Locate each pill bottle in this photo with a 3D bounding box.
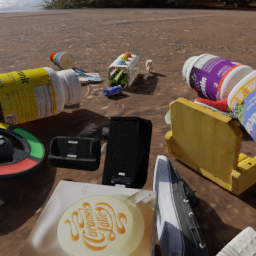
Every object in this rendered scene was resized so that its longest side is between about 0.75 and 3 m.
[{"bbox_3d":[3.329,-1.875,10.631,1.569,1.569,2.790,-13,30,-23],"label":"pill bottle"},{"bbox_3d":[3.703,-0.023,6.551,1.524,1.524,2.719,-11,55,-19],"label":"pill bottle"},{"bbox_3d":[-3.072,-1.079,9.091,2.916,1.623,1.623,-17,32,-29],"label":"pill bottle"}]

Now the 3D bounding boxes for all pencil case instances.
[{"bbox_3d":[-0.588,-1.469,11.178,0.835,0.326,0.362,-23,8,-36],"label":"pencil case"}]

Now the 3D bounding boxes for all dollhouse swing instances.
[{"bbox_3d":[2.102,0.151,6.505,1.853,1.793,2.039,-19,35,-35],"label":"dollhouse swing"}]

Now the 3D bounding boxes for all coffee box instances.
[{"bbox_3d":[-0.556,2.117,3.565,1.694,1.181,2.962,5,28,9],"label":"coffee box"}]

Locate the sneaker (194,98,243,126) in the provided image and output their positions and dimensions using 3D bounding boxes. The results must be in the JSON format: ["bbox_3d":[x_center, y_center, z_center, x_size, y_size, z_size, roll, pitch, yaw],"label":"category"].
[{"bbox_3d":[3.157,-0.659,8.817,2.180,0.926,0.839,14,-15,6],"label":"sneaker"}]

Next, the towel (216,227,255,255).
[{"bbox_3d":[2.100,2.566,3.512,2.665,0.460,2.566,-19,33,-32],"label":"towel"}]

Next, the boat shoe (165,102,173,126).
[{"bbox_3d":[1.556,-0.407,8.922,0.603,0.503,1.616,-17,20,20],"label":"boat shoe"}]

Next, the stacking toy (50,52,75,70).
[{"bbox_3d":[-3.613,-3.621,14.839,0.878,0.878,2.057,-19,27,-31],"label":"stacking toy"}]

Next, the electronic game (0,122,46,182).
[{"bbox_3d":[-3.283,0.455,6.679,2.592,0.539,2.592,18,21,-7],"label":"electronic game"}]

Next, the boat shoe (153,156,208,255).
[{"bbox_3d":[0.964,1.427,5.292,0.805,0.850,2.430,5,29,-4],"label":"boat shoe"}]

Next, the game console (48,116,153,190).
[{"bbox_3d":[-0.712,0.483,6.113,2.536,1.496,0.306,2,-13,27],"label":"game console"}]

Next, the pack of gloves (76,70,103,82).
[{"bbox_3d":[-1.920,-2.441,12.846,1.450,0.286,1.218,-2,26,-22],"label":"pack of gloves"}]

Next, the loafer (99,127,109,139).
[{"bbox_3d":[-0.413,0.134,8.098,1.148,0.415,0.418,21,36,36],"label":"loafer"}]

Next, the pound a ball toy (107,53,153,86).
[{"bbox_3d":[0.182,-2.812,12.900,1.672,1.089,2.564,6,29,12],"label":"pound a ball toy"}]

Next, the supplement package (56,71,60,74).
[{"bbox_3d":[-3.056,-1.700,11.165,0.779,0.750,1.370,-2,28,-3],"label":"supplement package"}]
